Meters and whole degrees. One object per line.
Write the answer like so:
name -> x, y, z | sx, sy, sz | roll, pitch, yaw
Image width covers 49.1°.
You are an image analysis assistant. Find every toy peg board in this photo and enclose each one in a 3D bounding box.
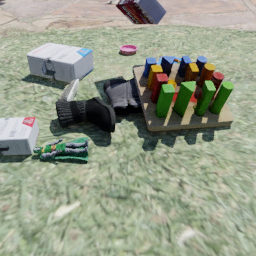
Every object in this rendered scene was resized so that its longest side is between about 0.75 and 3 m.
toy peg board -> 1.935, -1.583, 9.583 | 2.977, 1.456, 2.964 | -4, 53, -12

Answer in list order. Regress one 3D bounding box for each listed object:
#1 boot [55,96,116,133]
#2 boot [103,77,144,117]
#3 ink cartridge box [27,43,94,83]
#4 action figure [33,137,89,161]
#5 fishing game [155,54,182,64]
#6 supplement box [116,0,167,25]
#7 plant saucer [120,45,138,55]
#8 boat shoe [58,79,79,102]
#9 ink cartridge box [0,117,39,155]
boot -> -1.438, -0.359, 9.205 | 1.620, 0.815, 2.167 | -10, 27, -24
boot -> 0.506, -1.231, 10.543 | 2.676, 0.934, 1.762 | -18, 46, -10
ink cartridge box -> -2.984, -2.962, 12.556 | 2.373, 1.019, 1.738 | 13, 38, 19
action figure -> -1.994, 0.627, 8.295 | 1.619, 0.443, 0.957 | -6, 40, -2
fishing game -> 2.143, -3.180, 13.460 | 1.536, 0.333, 2.145 | -29, 46, -29
supplement box -> 0.458, -4.650, 10.911 | 0.644, 1.152, 2.116 | -53, 31, 1
plant saucer -> 0.037, -4.124, 14.772 | 0.963, 0.244, 0.963 | -1, 37, 0
boat shoe -> -2.280, -1.432, 10.897 | 0.476, 0.569, 1.592 | 8, 41, 2
ink cartridge box -> -3.659, 0.245, 8.572 | 1.563, 0.655, 1.128 | -2, 37, -2
